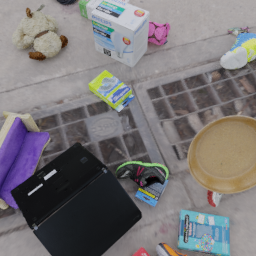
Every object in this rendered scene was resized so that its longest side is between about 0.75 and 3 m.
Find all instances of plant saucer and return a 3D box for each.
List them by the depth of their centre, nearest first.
[{"bbox_3d":[2.625,0.664,7.239,2.218,2.218,0.393,3,21,2],"label":"plant saucer"}]

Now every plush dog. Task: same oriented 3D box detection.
[{"bbox_3d":[-3.535,-3.799,11.602,2.170,1.741,1.864,-38,91,-19],"label":"plush dog"}]

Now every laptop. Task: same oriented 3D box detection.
[{"bbox_3d":[-1.550,2.197,8.206,2.570,1.498,2.900,-38,41,-20],"label":"laptop"}]

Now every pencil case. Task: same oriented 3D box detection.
[{"bbox_3d":[0.615,-4.352,12.074,2.357,1.070,1.104,23,65,15],"label":"pencil case"}]

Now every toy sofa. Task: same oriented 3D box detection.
[{"bbox_3d":[-3.733,1.013,9.029,1.436,1.219,2.943,11,62,7],"label":"toy sofa"}]

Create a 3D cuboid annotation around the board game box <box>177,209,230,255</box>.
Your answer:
[{"bbox_3d":[2.255,3.125,8.361,1.453,0.341,1.097,9,59,5],"label":"board game box"}]

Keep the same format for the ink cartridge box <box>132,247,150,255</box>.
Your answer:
[{"bbox_3d":[0.097,4.419,7.385,1.975,0.827,1.425,-37,67,-18],"label":"ink cartridge box"}]

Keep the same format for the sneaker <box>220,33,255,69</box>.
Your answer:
[{"bbox_3d":[4.677,-3.268,11.703,2.400,0.909,1.261,-21,45,-11],"label":"sneaker"}]

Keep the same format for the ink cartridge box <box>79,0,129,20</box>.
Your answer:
[{"bbox_3d":[-1.057,-5.486,12.804,1.889,0.797,1.380,29,65,15],"label":"ink cartridge box"}]

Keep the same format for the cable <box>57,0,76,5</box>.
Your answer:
[{"bbox_3d":[-2.910,-6.757,13.710,1.408,0.439,1.726,26,64,13],"label":"cable"}]

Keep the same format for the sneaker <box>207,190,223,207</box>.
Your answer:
[{"bbox_3d":[3.373,1.538,8.889,1.003,0.950,2.441,37,68,19],"label":"sneaker"}]

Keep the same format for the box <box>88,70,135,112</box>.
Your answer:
[{"bbox_3d":[-0.631,-1.451,10.852,1.617,0.385,0.986,38,69,19],"label":"box"}]

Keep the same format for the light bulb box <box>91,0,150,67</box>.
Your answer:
[{"bbox_3d":[-0.288,-3.827,11.237,1.952,1.969,1.229,28,65,15],"label":"light bulb box"}]

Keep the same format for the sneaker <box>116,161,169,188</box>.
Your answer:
[{"bbox_3d":[0.388,1.487,8.805,1.726,0.662,0.723,-4,49,20],"label":"sneaker"}]

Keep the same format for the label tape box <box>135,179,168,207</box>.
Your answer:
[{"bbox_3d":[0.757,1.977,8.997,0.717,0.315,0.994,27,63,14],"label":"label tape box"}]

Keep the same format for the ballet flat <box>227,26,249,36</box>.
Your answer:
[{"bbox_3d":[4.940,-4.299,12.465,0.982,0.340,0.350,-9,81,-5],"label":"ballet flat"}]

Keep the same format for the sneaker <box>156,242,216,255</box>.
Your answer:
[{"bbox_3d":[1.874,3.842,7.796,1.253,0.868,2.237,-39,78,-23],"label":"sneaker"}]
